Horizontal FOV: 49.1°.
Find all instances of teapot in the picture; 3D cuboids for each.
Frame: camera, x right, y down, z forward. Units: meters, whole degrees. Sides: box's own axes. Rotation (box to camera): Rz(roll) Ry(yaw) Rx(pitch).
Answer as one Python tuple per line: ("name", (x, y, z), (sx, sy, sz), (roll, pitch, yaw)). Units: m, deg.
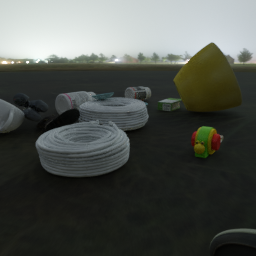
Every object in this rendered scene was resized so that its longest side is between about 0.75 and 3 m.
("teapot", (-4.013, -0.277, 8.877), (1.312, 0.971, 1.329), (21, -18, 7))

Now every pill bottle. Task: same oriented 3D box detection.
("pill bottle", (0.567, -1.857, 15.314), (1.368, 0.792, 0.792), (-11, 18, -39))
("pill bottle", (-2.116, -1.042, 11.809), (0.950, 0.950, 1.677), (11, 18, 38))

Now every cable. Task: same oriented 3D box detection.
("cable", (-0.497, -0.494, 9.869), (2.451, 0.849, 2.452), (-5, 15, -18))
("cable", (-1.022, 0.445, 6.504), (2.120, 0.734, 2.120), (-7, 17, -22))

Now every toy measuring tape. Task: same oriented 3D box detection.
("toy measuring tape", (2.186, 0.230, 7.412), (0.736, 0.736, 2.002), (9, 17, 32))

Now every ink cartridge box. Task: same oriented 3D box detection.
("ink cartridge box", (1.997, -1.108, 13.167), (0.706, 0.403, 1.360), (9, 17, 30))

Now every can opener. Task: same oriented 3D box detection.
("can opener", (-3.625, -0.770, 9.955), (0.960, 0.766, 2.871), (39, -14, -24))

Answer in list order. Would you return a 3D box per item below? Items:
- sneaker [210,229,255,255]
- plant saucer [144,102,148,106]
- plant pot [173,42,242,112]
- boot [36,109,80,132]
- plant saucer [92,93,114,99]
("sneaker", (1.434, 1.510, 2.488), (1.688, 0.631, 0.896), (13, 17, 36))
("plant saucer", (0.297, -1.037, 13.224), (1.281, 0.247, 1.281), (-1, 14, 0))
("plant pot", (3.261, -1.870, 12.237), (2.118, 2.984, 2.984), (-26, 11, 10))
("boot", (-2.397, -0.318, 9.452), (1.371, 0.475, 1.193), (-30, 23, -21))
("plant saucer", (-0.931, -1.188, 10.481), (0.861, 0.166, 0.861), (-7, 9, 1))
